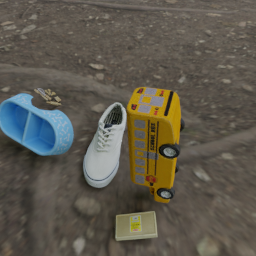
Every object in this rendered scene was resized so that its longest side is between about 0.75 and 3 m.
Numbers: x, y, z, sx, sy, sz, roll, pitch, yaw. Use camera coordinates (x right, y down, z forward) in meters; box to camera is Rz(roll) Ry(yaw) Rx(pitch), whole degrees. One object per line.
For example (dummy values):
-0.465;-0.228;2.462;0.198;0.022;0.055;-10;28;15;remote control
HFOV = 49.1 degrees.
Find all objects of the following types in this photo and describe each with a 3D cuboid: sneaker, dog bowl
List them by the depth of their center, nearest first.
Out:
-2.325;-0.059;6.854;2.073;1.155;0.514;27;20;15;dog bowl
-0.569;0.298;6.926;0.874;0.847;2.393;6;46;4;sneaker

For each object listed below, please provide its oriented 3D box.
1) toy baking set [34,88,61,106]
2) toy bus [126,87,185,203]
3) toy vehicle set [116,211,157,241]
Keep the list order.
-2.457;-0.954;8.608;0.681;0.103;0.887;52;25;19;toy baking set
0.520;0.434;5.252;0.921;2.354;0.766;8;45;12;toy bus
0.157;1.919;5.502;0.800;0.106;0.497;-8;42;8;toy vehicle set
